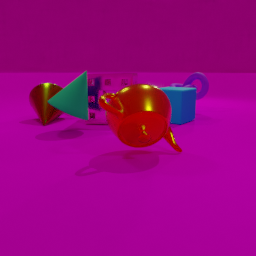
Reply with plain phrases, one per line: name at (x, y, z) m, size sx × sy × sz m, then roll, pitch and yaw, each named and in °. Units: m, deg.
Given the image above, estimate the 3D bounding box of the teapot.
teapot at (0.267, -0.116, 5.037) m, size 1.947 × 1.210 × 0.953 m, roll 28°, pitch 34°, yaw -32°

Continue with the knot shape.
knot shape at (2.249, -1.416, 10.328) m, size 1.530 × 0.755 × 1.635 m, roll -24°, pitch 24°, yaw 33°

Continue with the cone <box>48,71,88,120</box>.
cone at (-1.239, -0.905, 6.846) m, size 1.074 × 1.078 × 1.074 m, roll 26°, pitch 6°, yaw -3°

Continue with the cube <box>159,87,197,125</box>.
cube at (1.398, -0.704, 8.450) m, size 0.982 × 0.982 × 0.982 m, roll 9°, pitch 16°, yaw 37°

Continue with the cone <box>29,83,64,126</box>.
cone at (-2.382, -0.461, 8.249) m, size 1.260 × 1.260 × 1.265 m, roll -1°, pitch 39°, yaw -5°

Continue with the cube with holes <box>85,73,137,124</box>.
cube with holes at (-0.464, -0.924, 8.385) m, size 1.388 × 1.388 × 1.388 m, roll 0°, pitch 11°, yaw 7°
